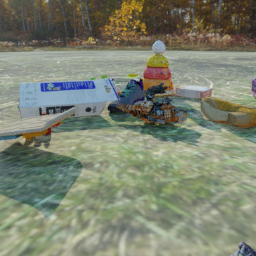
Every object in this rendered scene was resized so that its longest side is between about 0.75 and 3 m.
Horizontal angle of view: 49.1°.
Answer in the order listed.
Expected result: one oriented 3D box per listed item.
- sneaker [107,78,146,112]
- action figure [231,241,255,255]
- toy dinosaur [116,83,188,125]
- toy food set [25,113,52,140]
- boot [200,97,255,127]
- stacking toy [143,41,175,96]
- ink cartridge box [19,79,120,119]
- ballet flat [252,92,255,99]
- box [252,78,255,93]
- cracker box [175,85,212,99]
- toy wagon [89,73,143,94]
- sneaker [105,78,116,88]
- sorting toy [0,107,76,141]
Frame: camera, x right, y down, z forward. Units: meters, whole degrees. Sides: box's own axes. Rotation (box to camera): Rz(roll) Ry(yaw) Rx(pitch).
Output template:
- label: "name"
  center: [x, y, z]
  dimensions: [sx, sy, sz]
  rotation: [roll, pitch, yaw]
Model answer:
- label: "sneaker"
  center: [-0.062, -1.160, 9.599]
  dimensions: [0.801, 0.942, 2.151]
  rotation: [8, 20, 24]
- label: "action figure"
  center: [0.801, 1.362, 2.276]
  dimensions: [1.424, 0.927, 0.494]
  rotation: [-8, 60, -37]
- label: "toy dinosaur"
  center: [0.707, -0.604, 8.093]
  dimensions: [2.023, 1.033, 1.373]
  rotation: [24, 39, 5]
- label: "toy food set"
  center: [-2.218, -0.053, 7.074]
  dimensions: [0.460, 0.434, 0.964]
  rotation: [5, 19, 16]
- label: "boot"
  center: [3.092, -0.453, 8.171]
  dimensions: [1.303, 0.641, 1.821]
  rotation: [-1, 22, -21]
- label: "stacking toy"
  center: [1.206, -2.496, 11.677]
  dimensions: [1.586, 2.171, 1.586]
  rotation: [-1, 19, 0]
- label: "ink cartridge box"
  center: [-1.863, -0.948, 8.923]
  dimensions: [2.976, 0.583, 1.480]
  rotation: [-6, 38, -15]
- label: "ballet flat"
  center: [5.045, -1.027, 9.609]
  dimensions: [0.798, 0.775, 2.241]
  rotation: [-12, 26, -24]
- label: "box"
  center: [5.473, -1.185, 8.665]
  dimensions: [1.777, 0.508, 2.597]
  rotation: [-26, 38, -11]
- label: "cracker box"
  center: [2.685, -1.477, 11.473]
  dimensions: [1.255, 0.362, 0.840]
  rotation: [13, 22, 36]
- label: "toy wagon"
  center: [-0.331, -2.094, 13.026]
  dimensions: [2.242, 0.572, 2.889]
  rotation: [10, 20, 26]
- label: "sneaker"
  center: [-0.702, -1.806, 11.141]
  dimensions: [0.352, 0.411, 0.944]
  rotation: [19, 16, -34]
- label: "sorting toy"
  center: [-2.119, -0.039, 6.240]
  dimensions: [1.637, 0.298, 1.515]
  rotation: [-11, 12, 15]
